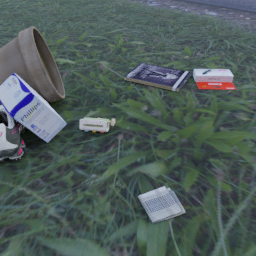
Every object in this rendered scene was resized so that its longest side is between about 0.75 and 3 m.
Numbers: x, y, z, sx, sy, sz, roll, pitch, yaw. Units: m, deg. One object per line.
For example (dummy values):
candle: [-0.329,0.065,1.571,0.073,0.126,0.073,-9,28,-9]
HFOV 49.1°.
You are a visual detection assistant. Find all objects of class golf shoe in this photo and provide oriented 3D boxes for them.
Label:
golf shoe: [-3.648,-0.184,8.402,1.064,1.214,2.756,-14,36,-18]

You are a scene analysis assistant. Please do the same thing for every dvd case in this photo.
dvd case: [1.316,-2.273,12.263,2.453,0.196,1.824,16,38,21]

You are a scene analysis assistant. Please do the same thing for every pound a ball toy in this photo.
pound a ball toy: [-0.968,-0.087,9.015,1.023,0.435,0.667,5,10,7]

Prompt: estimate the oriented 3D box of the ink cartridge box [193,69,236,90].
ink cartridge box: [3.659,-2.087,11.877,1.583,0.345,1.374,1,33,1]

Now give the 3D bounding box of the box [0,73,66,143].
box: [-2.920,-0.594,8.429,0.870,1.658,1.525,-46,48,-6]

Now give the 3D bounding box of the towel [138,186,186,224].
towel: [0.782,1.751,6.503,0.866,0.150,0.833,-12,36,-18]

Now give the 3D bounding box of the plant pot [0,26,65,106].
plant pot: [-3.866,-1.934,10.020,2.337,2.694,2.694,-19,36,0]
